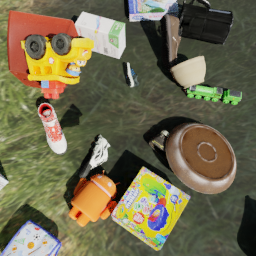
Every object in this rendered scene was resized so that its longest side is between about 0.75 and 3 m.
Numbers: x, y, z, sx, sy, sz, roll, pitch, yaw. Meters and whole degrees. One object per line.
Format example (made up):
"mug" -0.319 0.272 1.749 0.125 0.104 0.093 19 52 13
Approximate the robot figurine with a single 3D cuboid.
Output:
"robot figurine" -1.222 2.483 9.993 2.000 1.439 1.167 -49 118 -20

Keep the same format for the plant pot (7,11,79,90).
"plant pot" -3.561 -2.996 11.831 2.631 2.628 2.318 11 79 5

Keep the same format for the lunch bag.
"lunch bag" -3.220 4.166 9.296 1.457 1.061 1.714 29 77 13

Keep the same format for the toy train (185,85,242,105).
"toy train" 3.680 -1.475 12.040 2.384 0.672 0.497 10 66 4

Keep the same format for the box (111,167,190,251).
"box" 0.767 2.819 9.802 1.931 1.223 2.005 30 69 14

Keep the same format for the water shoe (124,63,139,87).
"water shoe" 0.169 -2.377 12.651 0.491 0.445 1.245 -1 68 -25

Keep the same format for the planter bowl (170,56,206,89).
"planter bowl" 2.692 -2.317 12.099 1.525 1.525 1.026 -21 91 -9

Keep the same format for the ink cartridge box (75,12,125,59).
"ink cartridge box" -1.231 -4.220 12.810 2.083 1.508 0.874 19 66 9

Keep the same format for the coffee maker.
"coffee maker" 3.519 -4.724 13.053 2.367 1.594 2.273 12 68 4

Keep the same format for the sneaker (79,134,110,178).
"sneaker" -0.907 0.904 8.166 0.630 0.527 1.423 41 56 -23

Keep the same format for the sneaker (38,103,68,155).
"sneaker" -3.034 0.008 11.119 0.698 1.121 2.091 -20 67 -9

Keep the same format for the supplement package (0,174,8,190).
"supplement package" -5.637 2.033 10.086 1.341 1.331 1.767 38 71 16

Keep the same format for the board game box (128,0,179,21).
"board game box" 1.226 -6.656 14.463 2.475 0.511 2.481 -4 66 -2

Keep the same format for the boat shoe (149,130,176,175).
"boat shoe" 1.854 1.315 10.660 0.818 0.968 2.715 -31 62 -12

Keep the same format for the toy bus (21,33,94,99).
"toy bus" -2.268 -2.035 9.353 2.184 1.482 2.097 3 102 20

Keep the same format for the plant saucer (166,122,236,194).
"plant saucer" 2.879 0.971 10.557 2.975 0.477 2.975 10 58 -16

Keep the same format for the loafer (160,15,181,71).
"loafer" 1.995 -3.739 12.351 0.851 2.397 0.875 -12 25 -16
